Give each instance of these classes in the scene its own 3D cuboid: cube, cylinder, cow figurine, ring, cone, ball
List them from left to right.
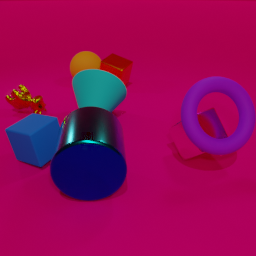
[{"bbox_3d":[-3.094,-0.777,8.586,1.095,1.077,0.601,-23,23,39],"label":"cow figurine"},{"bbox_3d":[-2.035,0.245,6.243,0.817,0.817,0.817,9,33,30],"label":"cube"},{"bbox_3d":[-1.622,-2.347,11.015,1.295,1.295,1.295,0,27,0],"label":"ball"},{"bbox_3d":[-0.718,0.450,5.360,1.327,1.327,1.327,-2,30,-4],"label":"cylinder"},{"bbox_3d":[-0.964,-0.474,7.826,1.632,1.632,1.639,5,58,9],"label":"cone"},{"bbox_3d":[-0.483,-2.122,10.646,0.938,0.938,0.938,25,41,13],"label":"cube"},{"bbox_3d":[1.561,0.149,6.226,0.818,0.818,0.818,-19,-10,-22],"label":"cube"},{"bbox_3d":[1.819,-0.254,5.623,1.587,1.587,0.317,-6,-5,-11],"label":"ring"}]
